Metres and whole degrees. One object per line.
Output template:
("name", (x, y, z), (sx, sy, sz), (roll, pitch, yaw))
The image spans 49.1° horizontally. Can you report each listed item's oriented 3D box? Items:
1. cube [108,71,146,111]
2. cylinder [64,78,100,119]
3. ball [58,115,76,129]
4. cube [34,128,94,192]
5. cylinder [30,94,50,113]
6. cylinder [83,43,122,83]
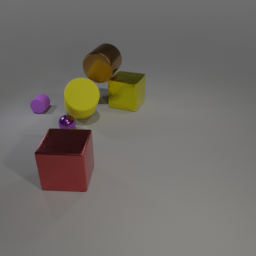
("cube", (-0.041, -1.786, 13.369), (1.400, 1.400, 1.400), (11, 32, 18))
("cylinder", (-1.964, -1.215, 11.783), (1.400, 1.400, 1.400), (-8, -9, -14))
("ball", (-2.470, -0.194, 11.359), (0.700, 0.700, 0.700), (0, 30, 0))
("cube", (-1.876, 0.959, 8.647), (1.400, 1.400, 1.400), (2, 30, 3))
("cylinder", (-4.033, -1.131, 12.895), (0.700, 0.700, 0.700), (3, 29, 6))
("cylinder", (-1.133, -2.935, 12.637), (1.400, 1.400, 1.400), (8, 34, 14))
